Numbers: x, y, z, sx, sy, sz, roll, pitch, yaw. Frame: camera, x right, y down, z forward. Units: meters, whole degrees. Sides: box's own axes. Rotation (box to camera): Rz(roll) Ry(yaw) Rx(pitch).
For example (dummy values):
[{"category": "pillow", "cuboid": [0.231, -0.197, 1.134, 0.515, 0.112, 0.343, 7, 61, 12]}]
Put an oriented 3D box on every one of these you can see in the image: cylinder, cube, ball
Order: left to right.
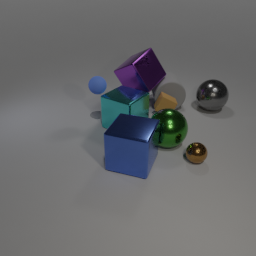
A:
[{"category": "ball", "cuboid": [-1.167, -1.639, 10.742, 0.700, 0.700, 0.700, 0, 30, 0]}, {"category": "cube", "cuboid": [-0.102, -0.717, 11.172, 1.400, 1.400, 1.400, 19, 35, 30]}, {"category": "cube", "cuboid": [0.150, 0.533, 8.950, 1.400, 1.400, 1.400, 10, 32, 17]}, {"category": "cube", "cuboid": [0.536, -2.423, 12.327, 1.400, 1.400, 1.400, -6, 34, 53]}, {"category": "cube", "cuboid": [1.573, -0.989, 11.779, 0.700, 0.700, 0.700, 25, 22, -9]}, {"category": "cylinder", "cuboid": [1.829, -1.714, 12.917, 1.400, 1.400, 1.400, -1, 29, -2]}, {"category": "ball", "cuboid": [1.415, 0.002, 9.926, 1.400, 1.400, 1.400, 0, 30, 0]}, {"category": "ball", "cuboid": [2.259, 0.815, 9.218, 0.700, 0.700, 0.700, 0, 30, 0]}, {"category": "ball", "cuboid": [3.735, -1.453, 12.443, 1.400, 1.400, 1.400, 0, 30, 0]}]
